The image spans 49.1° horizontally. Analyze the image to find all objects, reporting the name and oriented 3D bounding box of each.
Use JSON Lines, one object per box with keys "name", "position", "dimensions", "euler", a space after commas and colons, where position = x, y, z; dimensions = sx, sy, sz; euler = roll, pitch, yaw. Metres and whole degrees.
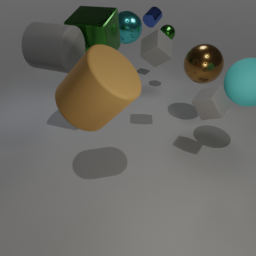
{"name": "ball", "position": [3.525, -1.324, 8.157], "dimensions": [1.400, 1.400, 1.400], "euler": [0, 33, 0]}
{"name": "cube", "position": [2.433, -0.732, 8.174], "dimensions": [0.700, 0.700, 0.700], "euler": [-7, 33, 49]}
{"name": "cylinder", "position": [-2.252, -2.469, 8.616], "dimensions": [1.400, 1.400, 1.400], "euler": [13, 35, 18]}
{"name": "cylinder", "position": [-0.664, -0.848, 6.181], "dimensions": [1.400, 1.400, 1.400], "euler": [27, 44, -29]}
{"name": "cylinder", "position": [1.167, -5.283, 13.345], "dimensions": [0.700, 0.700, 0.700], "euler": [22, 63, 30]}
{"name": "ball", "position": [1.716, -4.157, 12.261], "dimensions": [0.700, 0.700, 0.700], "euler": [0, 33, 0]}
{"name": "ball", "position": [-0.067, -4.464, 12.475], "dimensions": [1.400, 1.400, 1.400], "euler": [0, 33, 0]}
{"name": "cube", "position": [-1.152, -3.175, 9.551], "dimensions": [1.400, 1.400, 1.400], "euler": [9, 46, 14]}
{"name": "cube", "position": [0.876, -2.424, 8.550], "dimensions": [0.700, 0.700, 0.700], "euler": [-20, 55, 41]}
{"name": "ball", "position": [2.712, -2.299, 10.069], "dimensions": [1.400, 1.400, 1.400], "euler": [0, 33, 0]}
